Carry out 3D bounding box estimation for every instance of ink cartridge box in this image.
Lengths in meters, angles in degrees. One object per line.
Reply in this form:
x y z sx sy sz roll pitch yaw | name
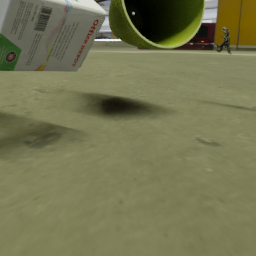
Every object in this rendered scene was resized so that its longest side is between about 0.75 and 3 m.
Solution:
-1.691 -1.972 5.481 0.903 1.557 2.150 49 34 20 | ink cartridge box

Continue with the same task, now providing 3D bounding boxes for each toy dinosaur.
3.225 -2.791 9.414 0.518 1.176 0.279 -29 49 5 | toy dinosaur

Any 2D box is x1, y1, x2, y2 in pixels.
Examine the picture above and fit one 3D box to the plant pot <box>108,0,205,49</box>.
0.439 -3.463 8.417 2.519 2.519 2.692 -8 9 -23 | plant pot
